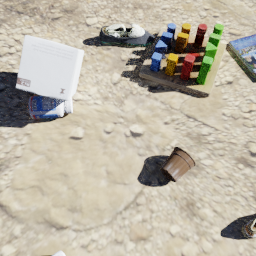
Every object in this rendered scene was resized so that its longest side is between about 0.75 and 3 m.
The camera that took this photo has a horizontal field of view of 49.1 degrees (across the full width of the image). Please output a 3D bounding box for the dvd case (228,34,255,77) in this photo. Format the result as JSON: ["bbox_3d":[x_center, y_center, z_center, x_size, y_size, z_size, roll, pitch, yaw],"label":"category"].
[{"bbox_3d":[5.424,-2.956,11.490,1.634,0.201,2.290,-18,60,-12],"label":"dvd case"}]

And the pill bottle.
[{"bbox_3d":[-2.666,-0.750,9.773,1.400,0.786,0.786,-3,58,-7],"label":"pill bottle"}]

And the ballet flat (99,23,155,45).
[{"bbox_3d":[-0.045,-3.966,11.751,2.384,0.871,0.871,2,58,1],"label":"ballet flat"}]

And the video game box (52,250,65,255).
[{"bbox_3d":[-2.177,4.819,6.448,2.560,0.658,2.810,-23,61,-16],"label":"video game box"}]

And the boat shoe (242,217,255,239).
[{"bbox_3d":[3.991,2.622,7.857,1.581,0.541,0.591,-24,61,-14],"label":"boat shoe"}]

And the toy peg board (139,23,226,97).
[{"bbox_3d":[2.253,-3.038,10.839,2.831,1.390,2.843,19,60,11],"label":"toy peg board"}]

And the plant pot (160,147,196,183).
[{"bbox_3d":[1.487,1.161,8.635,0.849,0.849,0.841,40,73,22],"label":"plant pot"}]

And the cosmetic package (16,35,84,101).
[{"bbox_3d":[-2.505,-2.005,9.366,1.663,2.018,1.665,13,103,-8],"label":"cosmetic package"}]
